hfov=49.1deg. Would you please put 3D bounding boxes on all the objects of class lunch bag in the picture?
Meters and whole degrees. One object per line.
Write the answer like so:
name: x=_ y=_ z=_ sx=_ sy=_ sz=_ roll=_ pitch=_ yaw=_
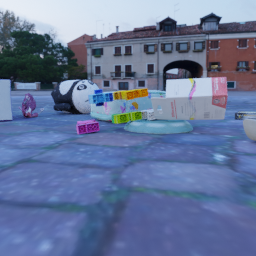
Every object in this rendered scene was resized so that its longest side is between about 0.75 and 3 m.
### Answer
lunch bag: x=0.089 y=-0.840 z=10.440 sx=2.758 sy=1.063 sz=2.212 roll=-5 pitch=7 yaw=-31

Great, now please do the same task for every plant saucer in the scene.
plant saucer: x=0.873 y=-0.107 z=8.090 sx=1.984 sy=0.272 sz=1.984 roll=0 pitch=9 yaw=0

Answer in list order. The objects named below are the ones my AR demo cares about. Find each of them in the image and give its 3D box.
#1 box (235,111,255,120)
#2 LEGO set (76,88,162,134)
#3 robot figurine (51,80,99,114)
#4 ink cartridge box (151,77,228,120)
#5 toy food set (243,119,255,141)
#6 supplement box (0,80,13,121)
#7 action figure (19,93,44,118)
box: x=4.683 y=-0.460 z=10.583 sx=1.101 sy=0.266 sz=0.872 roll=5 pitch=10 yaw=30
LEGO set: x=-0.314 y=-0.635 z=8.039 sx=2.759 sy=1.052 sz=1.132 roll=-10 pitch=10 yaw=-25
robot figurine: x=-2.466 y=-1.488 z=13.131 sx=2.529 sy=1.901 sz=1.578 roll=5 pitch=-13 yaw=38
ink cartridge box: x=1.617 y=-0.748 z=7.486 sx=1.880 sy=0.635 sz=1.095 roll=-1 pitch=-32 yaw=13
toy food set: x=4.009 y=-0.045 z=5.529 sx=2.733 sy=0.825 sz=1.961 roll=-3 pitch=8 yaw=-22
supplement box: x=-5.426 y=-1.085 z=10.737 sx=1.498 sy=1.467 sz=2.898 roll=-5 pitch=9 yaw=-31
action figure: x=-4.100 y=-0.798 z=11.308 sx=1.080 sy=0.972 sz=1.451 roll=-32 pitch=33 yaw=7
